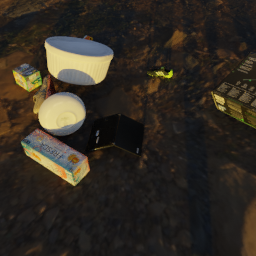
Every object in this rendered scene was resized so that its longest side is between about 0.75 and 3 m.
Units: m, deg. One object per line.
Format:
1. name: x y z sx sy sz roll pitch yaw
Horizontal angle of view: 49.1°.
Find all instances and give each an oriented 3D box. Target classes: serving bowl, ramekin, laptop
1. serving bowl: -2.215 -0.377 9.728 1.654 1.654 0.544 -19 39 -17
2. ramekin: -2.045 -2.784 11.596 2.785 1.297 2.785 10 29 -6
3. laptop: -0.438 0.336 10.176 1.768 0.913 1.567 -14 42 23

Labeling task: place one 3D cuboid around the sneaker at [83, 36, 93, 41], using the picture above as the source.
1. sneaker: -2.164 -4.398 14.440 0.460 0.435 1.192 19 51 7

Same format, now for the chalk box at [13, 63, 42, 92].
1. chalk box: -4.239 -2.138 12.076 1.206 0.747 0.750 33 54 26

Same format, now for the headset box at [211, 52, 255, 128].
1. headset box: 4.796 -1.459 10.306 2.462 1.142 2.143 -46 46 -7

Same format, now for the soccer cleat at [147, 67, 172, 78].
1. soccer cleat: 1.443 -2.570 12.663 1.159 0.470 0.391 10 47 9

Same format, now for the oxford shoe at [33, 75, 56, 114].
1. oxford shoe: -3.305 -1.364 10.922 0.852 0.803 2.278 -16 37 -2

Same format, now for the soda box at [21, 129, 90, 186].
1. soda box: -2.374 0.921 9.179 2.288 0.727 0.783 26 52 24
